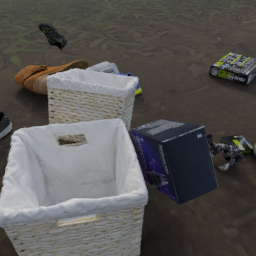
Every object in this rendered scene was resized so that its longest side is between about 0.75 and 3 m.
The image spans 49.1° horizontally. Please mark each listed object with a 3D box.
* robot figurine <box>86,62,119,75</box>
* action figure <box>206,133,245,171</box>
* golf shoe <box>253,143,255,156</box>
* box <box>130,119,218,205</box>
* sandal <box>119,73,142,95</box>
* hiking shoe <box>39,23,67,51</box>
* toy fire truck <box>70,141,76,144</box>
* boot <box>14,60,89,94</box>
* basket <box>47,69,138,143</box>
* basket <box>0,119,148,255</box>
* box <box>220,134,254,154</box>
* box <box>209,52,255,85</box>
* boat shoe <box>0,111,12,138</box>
[{"bbox_3d":[-1.190,-2.225,11.915,1.694,0.957,1.437,-30,4,-35],"label":"robot figurine"},{"bbox_3d":[2.613,0.761,7.937,1.493,0.762,0.887,32,-3,-19],"label":"action figure"},{"bbox_3d":[4.655,0.225,8.354,2.432,1.071,0.939,-28,55,-31],"label":"golf shoe"},{"bbox_3d":[0.853,0.570,5.686,0.887,1.258,1.700,-19,11,-16],"label":"box"},{"bbox_3d":[0.045,-2.039,11.914,0.640,0.701,1.609,-23,40,-26],"label":"sandal"},{"bbox_3d":[-2.546,-3.059,9.393,1.059,0.401,0.533,33,48,-26],"label":"hiking shoe"},{"bbox_3d":[-1.116,0.646,8.302,0.926,0.676,1.051,-19,29,-24],"label":"toy fire truck"},{"bbox_3d":[-3.279,-2.408,12.180,2.204,1.050,2.849,17,35,30],"label":"boot"},{"bbox_3d":[-0.967,-0.647,8.068,2.181,1.754,2.161,11,19,6],"label":"basket"},{"bbox_3d":[-1.086,1.332,6.005,2.524,2.048,2.547,-6,37,-9],"label":"basket"},{"bbox_3d":[3.410,0.524,8.748,0.748,0.184,0.775,-4,35,-11],"label":"box"},{"bbox_3d":[5.165,-2.855,13.210,1.811,0.500,2.261,25,42,31],"label":"box"},{"bbox_3d":[-4.547,0.235,8.642,0.810,0.767,2.317,17,39,22],"label":"boat shoe"}]
